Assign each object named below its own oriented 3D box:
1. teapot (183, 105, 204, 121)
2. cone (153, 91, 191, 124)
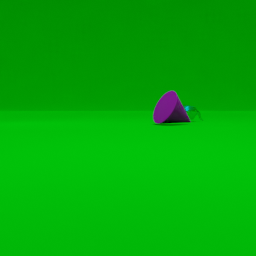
[{"bbox_3d":[2.543,-0.608,11.916,1.405,0.688,0.873,9,11,7],"label":"teapot"},{"bbox_3d":[1.716,-0.453,9.614,1.230,1.225,1.225,27,-7,-23],"label":"cone"}]
